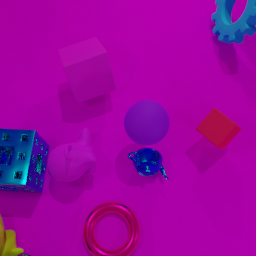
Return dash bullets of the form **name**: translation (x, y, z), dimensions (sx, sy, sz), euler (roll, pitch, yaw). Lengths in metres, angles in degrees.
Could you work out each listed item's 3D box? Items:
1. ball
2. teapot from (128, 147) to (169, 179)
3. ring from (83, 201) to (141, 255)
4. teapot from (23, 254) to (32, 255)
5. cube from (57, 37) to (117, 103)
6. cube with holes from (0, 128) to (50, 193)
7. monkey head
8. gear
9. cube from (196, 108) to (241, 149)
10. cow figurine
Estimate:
- **ball**: translation (0.440, -0.124, 6.610), dimensions (1.076, 1.076, 1.076), euler (0, 69, 0)
- **teapot**: translation (0.541, 0.938, 7.244), dimensions (1.280, 0.796, 0.627), euler (28, 37, -19)
- **ring**: translation (-0.404, 2.547, 6.932), dimensions (1.433, 0.287, 1.433), euler (0, 69, 0)
- **teapot**: translation (-2.370, 3.265, 6.050), dimensions (2.036, 1.266, 0.997), euler (2, 62, 15)
- **cube**: translation (-1.132, -1.604, 7.721), dimensions (1.172, 1.172, 1.172), euler (-21, 40, -7)
- **cube with holes**: translation (-2.872, 0.849, 7.020), dimensions (1.304, 1.304, 1.304), euler (3, 69, 1)
- **monkey head**: translation (-1.429, 0.660, 7.028), dimensions (1.136, 1.885, 1.356), euler (4, 69, -27)
- **gear**: translation (3.263, -3.545, 8.232), dimensions (0.374, 2.020, 2.020), euler (6, 68, -21)
- **cube**: translation (2.334, 0.027, 7.196), dimensions (0.722, 0.722, 0.722), euler (45, 104, 29)
- **cow figurine**: translation (-3.039, 2.561, 6.192), dimensions (0.881, 1.606, 1.580), euler (-23, 94, -7)
